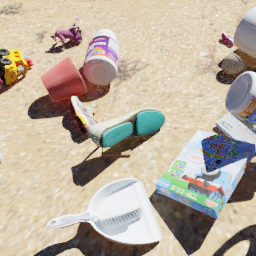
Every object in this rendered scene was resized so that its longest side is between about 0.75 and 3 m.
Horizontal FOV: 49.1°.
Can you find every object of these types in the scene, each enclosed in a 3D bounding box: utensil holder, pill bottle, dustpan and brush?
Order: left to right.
[{"bbox_3d":[-1.051,-3.050,11.662,1.344,1.344,2.413,2,49,1],"label":"pill bottle"},{"bbox_3d":[-0.656,2.310,7.382,2.800,0.801,1.954,-13,50,-11],"label":"dustpan and brush"},{"bbox_3d":[6.080,-3.857,11.966,2.006,2.006,2.360,-29,54,-23],"label":"utensil holder"},{"bbox_3d":[4.125,-0.615,8.089,2.293,1.285,1.285,22,49,-11],"label":"pill bottle"}]

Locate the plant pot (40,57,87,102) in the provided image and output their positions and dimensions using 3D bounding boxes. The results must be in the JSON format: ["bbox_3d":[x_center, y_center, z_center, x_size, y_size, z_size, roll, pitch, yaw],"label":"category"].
[{"bbox_3d":[-2.460,-1.731,10.569,1.318,1.490,1.490,-28,54,-9],"label":"plant pot"}]

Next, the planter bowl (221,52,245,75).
[{"bbox_3d":[4.313,-2.622,11.711,0.604,0.898,0.898,-38,55,4],"label":"planter bowl"}]

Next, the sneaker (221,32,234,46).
[{"bbox_3d":[4.840,-4.294,13.448,0.383,0.353,0.867,-23,61,-20],"label":"sneaker"}]

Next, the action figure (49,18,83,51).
[{"bbox_3d":[-2.867,-4.350,13.020,1.552,1.156,1.040,-14,55,-30],"label":"action figure"}]

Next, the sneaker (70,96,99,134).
[{"bbox_3d":[-1.588,-0.509,10.026,0.697,0.660,1.697,-18,58,-27],"label":"sneaker"}]

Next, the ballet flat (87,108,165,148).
[{"bbox_3d":[-0.018,-0.154,9.180,2.920,0.985,0.910,-16,30,-38],"label":"ballet flat"}]

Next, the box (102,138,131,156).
[{"bbox_3d":[-0.372,0.612,9.326,0.916,0.097,0.749,1,49,0],"label":"box"}]

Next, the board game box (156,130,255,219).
[{"bbox_3d":[2.271,1.181,8.136,1.885,0.456,2.492,16,50,41],"label":"board game box"}]

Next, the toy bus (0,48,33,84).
[{"bbox_3d":[-4.637,-2.606,11.655,1.427,1.008,1.486,-10,50,-29],"label":"toy bus"}]

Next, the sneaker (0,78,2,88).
[{"bbox_3d":[-6.048,-1.638,10.785,2.269,0.847,0.915,-10,50,-9],"label":"sneaker"}]

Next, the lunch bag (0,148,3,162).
[{"bbox_3d":[-5.163,0.562,8.881,1.862,0.878,2.323,-26,53,-18],"label":"lunch bag"}]

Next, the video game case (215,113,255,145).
[{"bbox_3d":[4.142,-0.013,9.641,1.505,0.193,1.656,-32,57,-14],"label":"video game case"}]
